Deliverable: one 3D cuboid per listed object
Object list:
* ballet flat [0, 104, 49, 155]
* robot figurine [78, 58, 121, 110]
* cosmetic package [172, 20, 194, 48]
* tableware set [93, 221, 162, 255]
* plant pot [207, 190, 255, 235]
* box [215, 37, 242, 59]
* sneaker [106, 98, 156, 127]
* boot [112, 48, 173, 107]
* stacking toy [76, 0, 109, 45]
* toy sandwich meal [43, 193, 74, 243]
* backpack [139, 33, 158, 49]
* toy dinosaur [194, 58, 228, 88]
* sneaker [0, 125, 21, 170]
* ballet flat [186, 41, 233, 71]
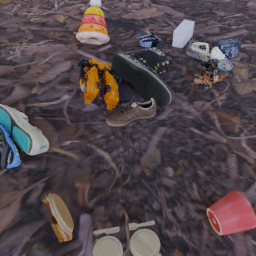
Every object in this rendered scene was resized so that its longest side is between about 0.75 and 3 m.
[{"bbox_3d":[-3.359,-0.001,8.763,0.910,0.910,2.620,-33,53,-31],"label":"ballet flat"},{"bbox_3d":[-1.080,-1.730,10.389,1.731,0.695,2.387,16,37,-23],"label":"robot figurine"},{"bbox_3d":[2.716,-4.623,13.716,0.556,0.791,1.560,19,45,20],"label":"cosmetic package"},{"bbox_3d":[-0.025,2.648,6.153,1.467,0.294,0.970,-9,55,-1],"label":"tableware set"},{"bbox_3d":[2.335,2.012,6.475,0.804,0.909,0.909,-20,45,-7],"label":"plant pot"},{"bbox_3d":[4.447,-3.557,12.571,1.013,0.752,0.542,-10,43,-11],"label":"box"},{"bbox_3d":[0.106,-0.594,9.391,1.790,0.676,0.631,-16,45,-17],"label":"sneaker"},{"bbox_3d":[1.051,-2.139,10.819,2.901,1.047,2.191,41,46,23],"label":"boot"},{"bbox_3d":[-1.600,-5.052,12.979,1.537,2.104,1.537,2,2,0],"label":"stacking toy"},{"bbox_3d":[-1.585,1.993,6.287,0.386,1.126,1.126,-30,48,-5],"label":"toy sandwich meal"},{"bbox_3d":[0.936,-4.063,13.264,0.839,0.564,0.766,-13,44,-15],"label":"backpack"},{"bbox_3d":[3.227,-2.103,11.004,0.815,1.083,1.596,-6,1,44],"label":"toy dinosaur"},{"bbox_3d":[-3.823,0.511,8.186,0.780,0.667,1.881,-23,50,-32],"label":"sneaker"},{"bbox_3d":[3.519,-3.217,12.184,0.834,0.834,2.318,-34,52,-31],"label":"ballet flat"}]
